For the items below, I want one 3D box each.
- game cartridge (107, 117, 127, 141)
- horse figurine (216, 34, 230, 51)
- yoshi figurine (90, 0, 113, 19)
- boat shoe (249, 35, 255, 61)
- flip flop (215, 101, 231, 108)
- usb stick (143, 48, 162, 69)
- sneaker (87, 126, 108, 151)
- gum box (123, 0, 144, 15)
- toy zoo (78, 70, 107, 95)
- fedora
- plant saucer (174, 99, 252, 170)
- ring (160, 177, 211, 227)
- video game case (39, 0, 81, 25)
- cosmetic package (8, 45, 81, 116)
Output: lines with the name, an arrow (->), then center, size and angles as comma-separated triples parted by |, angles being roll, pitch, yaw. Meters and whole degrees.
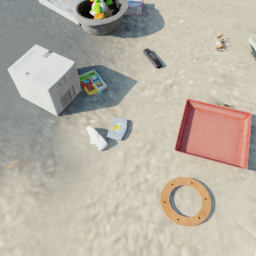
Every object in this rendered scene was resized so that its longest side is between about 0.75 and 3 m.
game cartridge -> -0.341, 0.022, 9.717 | 0.584, 0.177, 0.875 | 12, 57, 3
horse figurine -> 4.020, -3.666, 12.101 | 0.589, 0.222, 0.889 | -7, 64, 2
yoshi figurine -> -1.049, -5.450, 12.033 | 1.022, 1.026, 1.826 | -6, 82, -24
boat shoe -> 5.469, -3.247, 11.585 | 0.824, 0.687, 2.208 | 2, 41, 9
flip flop -> 3.530, -0.772, 10.195 | 0.783, 0.225, 0.318 | 35, 63, 21
usb stick -> 1.016, -2.893, 11.625 | 0.323, 0.190, 1.164 | -27, 61, -11
sneaker -> -1.140, 0.355, 9.397 | 0.448, 0.381, 1.012 | -41, 66, -11
gum box -> 0.049, -5.869, 13.416 | 1.429, 0.472, 0.811 | 1, 57, 1
toy zoo -> -1.363, -1.731, 10.890 | 0.789, 0.123, 1.202 | -27, 60, -17
fedora -> -1.150, -4.916, 12.416 | 2.422, 1.093, 2.142 | -16, 57, -7
plant saucer -> 2.860, 0.207, 9.437 | 2.296, 0.421, 2.292 | 15, 58, 9
ring -> 1.696, 2.169, 8.309 | 1.492, 0.143, 1.492 | 1, 57, -1
video game case -> -2.504, -6.356, 13.842 | 2.842, 0.313, 2.587 | 35, 63, 22
cosmetic package -> -2.908, -1.711, 10.039 | 1.814, 1.496, 1.495 | 27, 61, 16
